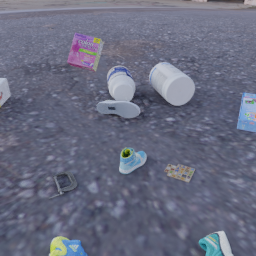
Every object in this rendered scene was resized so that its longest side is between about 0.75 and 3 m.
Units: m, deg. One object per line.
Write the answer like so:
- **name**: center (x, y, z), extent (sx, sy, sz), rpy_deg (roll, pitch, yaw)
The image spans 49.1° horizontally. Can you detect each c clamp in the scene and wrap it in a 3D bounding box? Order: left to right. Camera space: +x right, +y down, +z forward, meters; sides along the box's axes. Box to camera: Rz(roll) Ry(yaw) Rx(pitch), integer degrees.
- **c clamp**: center (-2.059, 1.703, 8.680), extent (0.908, 0.144, 1.063), rpy_deg (-11, 32, -18)

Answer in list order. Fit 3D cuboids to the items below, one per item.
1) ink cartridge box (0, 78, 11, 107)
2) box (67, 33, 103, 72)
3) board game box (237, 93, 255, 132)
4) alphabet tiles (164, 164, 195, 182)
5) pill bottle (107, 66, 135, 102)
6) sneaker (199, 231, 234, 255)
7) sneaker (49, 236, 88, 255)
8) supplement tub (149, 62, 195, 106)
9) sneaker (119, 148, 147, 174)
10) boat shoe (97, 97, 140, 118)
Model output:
- **ink cartridge box**: center (-6.943, -1.459, 13.230), extent (1.780, 1.023, 2.452), rpy_deg (0, 30, 0)
- **box**: center (-1.514, -2.697, 10.021), extent (0.966, 1.099, 0.531), rpy_deg (16, 1, 5)
- **board game box**: center (6.100, -0.638, 12.298), extent (2.236, 0.541, 2.956), rpy_deg (12, 32, 20)
- **alphabet tiles**: center (1.688, 1.436, 9.250), extent (0.896, 0.034, 0.749), rpy_deg (15, 34, 23)
- **pill bottle**: center (-0.341, -2.189, 14.194), extent (1.320, 1.320, 2.379), rpy_deg (-3, 30, -6)
- **sneaker**: center (2.009, 3.074, 6.006), extent (0.728, 0.709, 1.828), rpy_deg (-17, 24, 9)
- **sneaker**: center (-1.297, 2.987, 6.003), extent (0.856, 0.617, 1.630), rpy_deg (-3, 29, -6)
- **supplement tub**: center (2.141, -2.261, 14.096), extent (1.550, 1.550, 2.350), rpy_deg (-8, 32, -14)
- **sneaker**: center (0.208, 0.913, 9.355), extent (0.506, 0.831, 1.272), rpy_deg (19, 35, 31)
- **boat shoe**: center (-0.315, -0.958, 12.763), extent (2.122, 0.784, 0.905), rpy_deg (4, 25, 27)
